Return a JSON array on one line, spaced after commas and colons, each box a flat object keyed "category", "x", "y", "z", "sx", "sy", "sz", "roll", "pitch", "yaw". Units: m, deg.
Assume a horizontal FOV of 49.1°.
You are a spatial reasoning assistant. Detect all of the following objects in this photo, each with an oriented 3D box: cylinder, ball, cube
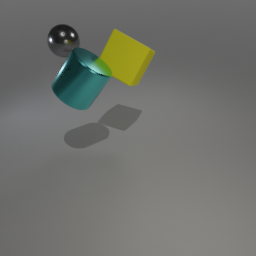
[{"category": "cylinder", "x": -1.434, "y": -1.515, "z": 8.698, "sx": 1.400, "sy": 1.400, "sz": 1.400, "roll": 31, "pitch": 26, "yaw": -18}, {"category": "ball", "x": -2.807, "y": -3.793, "z": 12.230, "sx": 1.400, "sy": 1.400, "sz": 1.400, "roll": 0, "pitch": 31, "yaw": 0}, {"category": "cube", "x": -0.051, "y": -2.437, "z": 9.899, "sx": 1.400, "sy": 1.400, "sz": 1.400, "roll": 31, "pitch": 15, "yaw": 6}]
